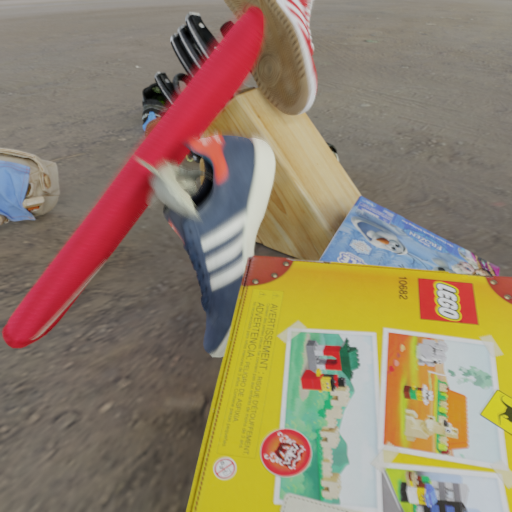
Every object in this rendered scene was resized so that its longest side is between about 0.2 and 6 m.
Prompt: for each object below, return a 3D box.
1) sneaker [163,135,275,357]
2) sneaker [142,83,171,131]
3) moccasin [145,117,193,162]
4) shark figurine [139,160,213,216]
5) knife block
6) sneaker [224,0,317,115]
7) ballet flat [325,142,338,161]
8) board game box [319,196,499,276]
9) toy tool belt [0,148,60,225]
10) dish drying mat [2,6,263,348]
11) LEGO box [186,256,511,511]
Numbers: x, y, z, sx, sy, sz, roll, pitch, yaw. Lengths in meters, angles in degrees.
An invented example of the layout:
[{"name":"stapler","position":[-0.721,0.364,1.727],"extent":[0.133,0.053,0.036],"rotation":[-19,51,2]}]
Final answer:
[{"name":"sneaker","position":[-0.605,-0.118,6.821],"extent":[1.157,2.738,1.026],"rotation":[6,8,-18]},{"name":"sneaker","position":[-2.567,-4.258,15.435],"extent":[0.960,1.122,2.709],"rotation":[2,31,0]},{"name":"moccasin","position":[-1.298,-2.771,13.229],"extent":[2.731,0.999,1.054],"rotation":[12,23,2]},{"name":"shark figurine","position":[-1.009,-0.765,6.356],"extent":[0.788,0.550,1.318],"rotation":[31,20,-10]},{"name":"knife block","position":[0.169,-2.048,9.341],"extent":[4.108,3.606,1.314],"rotation":[22,38,31]},{"name":"sneaker","position":[0.566,-3.699,9.197],"extent":[1.704,3.029,1.079],"rotation":[-13,-12,-46]},{"name":"ballet flat","position":[1.363,-1.975,12.007],"extent":[0.808,0.804,2.363],"rotation":[14,33,7]},{"name":"board game box","position":[2.101,0.323,7.724],"extent":[2.356,0.511,2.345],"rotation":[28,38,8]},{"name":"toy tool belt","position":[-4.801,-1.126,9.916],"extent":[2.403,1.501,1.477],"rotation":[-2,23,-3]},{"name":"dish drying mat","position":[-1.423,-0.913,6.999],"extent":[0.422,4.638,1.781],"rotation":[38,-5,-6]},{"name":"LEGO box","position":[0.972,1.771,4.372],"extent":[2.676,1.386,3.593],"rotation":[5,45,8]}]
